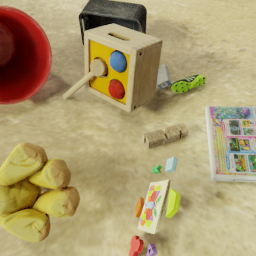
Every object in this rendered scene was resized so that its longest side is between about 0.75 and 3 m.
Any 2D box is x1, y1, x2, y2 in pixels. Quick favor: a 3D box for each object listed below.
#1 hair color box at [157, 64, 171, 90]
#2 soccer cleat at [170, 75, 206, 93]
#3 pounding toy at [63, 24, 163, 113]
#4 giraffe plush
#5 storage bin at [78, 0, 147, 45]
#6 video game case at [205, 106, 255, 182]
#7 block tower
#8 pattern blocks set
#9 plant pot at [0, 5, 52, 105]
[{"bbox_3d":[1.253,-1.861,10.085,0.451,0.276,0.910,-23,48,22],"label":"hair color box"},{"bbox_3d":[2.057,-1.570,9.819,1.368,0.462,0.554,-17,29,-15],"label":"soccer cleat"},{"bbox_3d":[-0.608,-1.800,8.925,2.580,2.375,1.834,29,43,29],"label":"pounding toy"},{"bbox_3d":[-2.392,1.357,6.379,2.358,2.035,1.913,-22,10,-8],"label":"giraffe plush"},{"bbox_3d":[-0.558,-3.956,11.007,2.407,1.627,1.128,11,52,9],"label":"storage bin"},{"bbox_3d":[3.485,0.396,8.163,2.234,0.291,2.455,1,57,6],"label":"video game case"},{"bbox_3d":[1.126,0.244,8.456,1.350,0.365,0.390,-14,52,-10],"label":"block tower"},{"bbox_3d":[0.576,1.775,6.328,0.177,1.924,2.189,24,55,-15],"label":"pattern blocks set"},{"bbox_3d":[-4.306,-2.548,9.182,2.905,2.905,2.571,-32,41,-23],"label":"plant pot"}]
